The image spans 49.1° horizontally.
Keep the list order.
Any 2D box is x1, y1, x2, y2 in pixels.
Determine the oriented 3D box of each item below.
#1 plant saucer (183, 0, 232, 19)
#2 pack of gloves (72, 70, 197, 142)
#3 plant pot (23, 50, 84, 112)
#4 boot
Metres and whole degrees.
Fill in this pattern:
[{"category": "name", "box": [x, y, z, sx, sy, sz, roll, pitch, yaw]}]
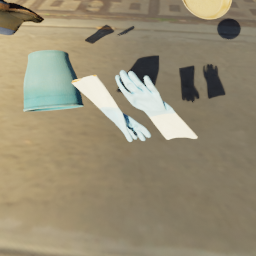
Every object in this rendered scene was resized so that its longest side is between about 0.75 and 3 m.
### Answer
[{"category": "plant saucer", "box": [1.862, -3.200, 6.781, 1.302, 0.231, 1.302, 1, 83, -9]}, {"category": "pack of gloves", "box": [0.066, -0.185, 4.502, 1.455, 1.732, 0.342, -2, 55, 43]}, {"category": "plant pot", "box": [-1.667, -1.006, 6.074, 1.274, 1.197, 1.274, -6, 3, 0]}, {"category": "boot", "box": [-3.545, -3.317, 8.634, 0.741, 0.962, 1.984, 38, 22, 26]}]
